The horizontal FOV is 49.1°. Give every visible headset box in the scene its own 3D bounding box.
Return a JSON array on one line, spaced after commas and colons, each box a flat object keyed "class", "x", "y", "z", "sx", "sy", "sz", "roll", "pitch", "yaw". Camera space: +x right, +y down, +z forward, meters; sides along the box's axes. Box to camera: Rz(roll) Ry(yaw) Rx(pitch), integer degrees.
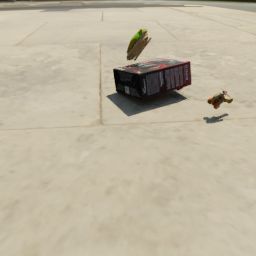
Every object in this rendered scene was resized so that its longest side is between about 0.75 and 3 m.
[{"class": "headset box", "x": 1.047, "y": -2.045, "z": 11.019, "sx": 2.654, "sy": 0.996, "sz": 1.973, "roll": -19, "pitch": 25, "yaw": -26}]

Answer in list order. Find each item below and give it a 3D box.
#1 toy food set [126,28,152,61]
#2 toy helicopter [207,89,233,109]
[{"class": "toy food set", "x": 0.357, "y": -3.514, "z": 11.803, "sx": 0.436, "sy": 1.499, "sz": 2.172, "roll": 39, "pitch": 13, "yaw": 2}, {"class": "toy helicopter", "x": 3.203, "y": -0.999, "z": 9.424, "sx": 1.007, "sy": 0.666, "sz": 0.397, "roll": 0, "pitch": 36, "yaw": -35}]
